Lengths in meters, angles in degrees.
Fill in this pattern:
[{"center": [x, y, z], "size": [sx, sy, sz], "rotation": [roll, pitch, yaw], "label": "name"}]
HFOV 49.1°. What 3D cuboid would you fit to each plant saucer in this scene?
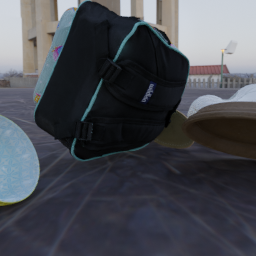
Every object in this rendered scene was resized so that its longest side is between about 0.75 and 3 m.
[{"center": [1.747, 0.089, 3.848], "size": [1.988, 0.293, 1.988], "rotation": [14, -14, 3], "label": "plant saucer"}]

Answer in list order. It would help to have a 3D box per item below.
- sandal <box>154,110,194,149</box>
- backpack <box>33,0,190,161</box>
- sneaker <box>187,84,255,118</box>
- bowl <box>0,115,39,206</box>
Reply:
[{"center": [0.602, -0.099, 6.048], "size": [2.101, 0.770, 0.691], "rotation": [17, 3, 34], "label": "sandal"}, {"center": [-0.160, -0.702, 4.727], "size": [1.904, 2.184, 2.484], "rotation": [36, 19, 35], "label": "backpack"}, {"center": [2.642, -0.202, 6.109], "size": [2.653, 1.034, 1.318], "rotation": [-16, 34, -25], "label": "sneaker"}, {"center": [-1.554, 0.403, 3.068], "size": [0.561, 1.043, 1.043], "rotation": [-27, 0, 20], "label": "bowl"}]
